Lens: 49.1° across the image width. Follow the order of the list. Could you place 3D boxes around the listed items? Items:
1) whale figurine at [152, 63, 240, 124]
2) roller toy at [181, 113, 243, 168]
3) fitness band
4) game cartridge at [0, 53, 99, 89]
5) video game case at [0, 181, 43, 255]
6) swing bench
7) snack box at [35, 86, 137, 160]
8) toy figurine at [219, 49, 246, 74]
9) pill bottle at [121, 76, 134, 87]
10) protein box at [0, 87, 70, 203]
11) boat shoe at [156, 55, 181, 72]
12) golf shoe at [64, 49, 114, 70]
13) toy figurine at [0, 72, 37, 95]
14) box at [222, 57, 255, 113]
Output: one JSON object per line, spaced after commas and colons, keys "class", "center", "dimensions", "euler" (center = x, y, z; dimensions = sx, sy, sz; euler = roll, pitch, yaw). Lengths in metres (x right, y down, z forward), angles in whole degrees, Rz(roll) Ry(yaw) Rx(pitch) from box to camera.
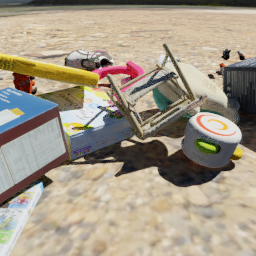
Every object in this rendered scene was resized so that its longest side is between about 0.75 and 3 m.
{"class": "whale figurine", "center": [2.000, -0.825, 8.512], "dimensions": [2.714, 1.408, 2.159], "euler": [26, 42, 0]}
{"class": "roller toy", "center": [1.908, 0.297, 6.523], "dimensions": [1.325, 0.926, 1.209], "euler": [-3, 35, -23]}
{"class": "fitness band", "center": [-0.490, -1.646, 10.099], "dimensions": [2.099, 0.547, 2.922], "euler": [-24, 33, -8]}
{"class": "game cartridge", "center": [-2.353, -1.653, 7.780], "dimensions": [2.668, 0.433, 2.352], "euler": [10, 10, -23]}
{"class": "video game case", "center": [-2.810, 1.784, 4.484], "dimensions": [2.001, 0.249, 2.796], "euler": [2, 29, 5]}
{"class": "swing bench", "center": [0.639, -0.788, 6.916], "dimensions": [1.752, 1.143, 1.761], "euler": [-31, 78, -12]}
{"class": "snack box", "center": [-1.259, -0.327, 7.690], "dimensions": [2.004, 0.804, 2.376], "euler": [-19, 37, -32]}
{"class": "toy figurine", "center": [4.599, -2.902, 12.343], "dimensions": [1.048, 1.065, 0.741], "euler": [8, 39, 9]}
{"class": "pill bottle", "center": [0.151, -1.803, 10.906], "dimensions": [0.806, 0.456, 0.456], "euler": [-16, 32, -29]}
{"class": "protein box", "center": [-2.556, 0.243, 5.555], "dimensions": [1.887, 1.282, 1.900], "euler": [20, 38, 36]}
{"class": "boat shoe", "center": [1.960, -2.742, 12.401], "dimensions": [0.970, 0.841, 2.276], "euler": [14, 22, 18]}
{"class": "golf shoe", "center": [-1.784, -3.128, 12.973], "dimensions": [2.308, 0.891, 1.016], "euler": [-15, 39, -24]}
{"class": "toy figurine", "center": [-3.998, -1.344, 9.323], "dimensions": [1.846, 1.304, 1.875], "euler": [-13, 32, -12]}
{"class": "box", "center": [4.589, -1.341, 8.527], "dimensions": [1.971, 1.422, 2.655], "euler": [-22, 23, -36]}
